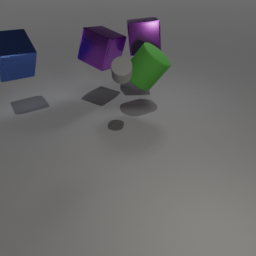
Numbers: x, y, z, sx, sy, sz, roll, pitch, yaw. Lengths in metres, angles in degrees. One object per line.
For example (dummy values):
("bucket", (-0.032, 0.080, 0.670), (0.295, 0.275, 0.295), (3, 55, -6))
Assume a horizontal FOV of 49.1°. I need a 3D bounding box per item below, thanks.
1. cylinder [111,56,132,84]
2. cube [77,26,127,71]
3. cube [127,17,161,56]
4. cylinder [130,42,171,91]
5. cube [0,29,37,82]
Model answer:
("cylinder", (-0.214, -1.931, 9.405), (0.700, 0.700, 0.700), (0, 75, -1))
("cube", (-1.132, -3.486, 12.175), (1.400, 1.400, 1.400), (29, 32, 18))
("cube", (0.713, -4.210, 12.826), (1.400, 1.400, 1.400), (-6, 28, 1))
("cylinder", (0.780, -2.497, 11.451), (1.400, 1.400, 1.400), (30, 33, -22))
("cube", (-4.634, -2.915, 11.255), (1.400, 1.400, 1.400), (-19, 66, -31))
